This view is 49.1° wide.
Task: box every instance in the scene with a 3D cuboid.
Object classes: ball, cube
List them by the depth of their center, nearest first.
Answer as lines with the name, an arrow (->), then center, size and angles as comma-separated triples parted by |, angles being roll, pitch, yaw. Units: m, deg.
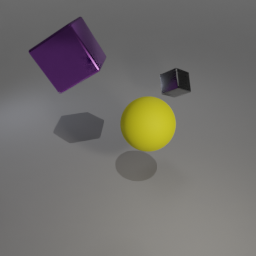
ball -> 0.504, -0.101, 7.114 | 1.400, 1.400, 1.400 | 0, 33, 0
cube -> -1.629, -2.080, 7.938 | 1.400, 1.400, 1.400 | -26, 24, 17
cube -> 1.556, -1.471, 9.213 | 0.700, 0.700, 0.700 | 6, -15, -43
